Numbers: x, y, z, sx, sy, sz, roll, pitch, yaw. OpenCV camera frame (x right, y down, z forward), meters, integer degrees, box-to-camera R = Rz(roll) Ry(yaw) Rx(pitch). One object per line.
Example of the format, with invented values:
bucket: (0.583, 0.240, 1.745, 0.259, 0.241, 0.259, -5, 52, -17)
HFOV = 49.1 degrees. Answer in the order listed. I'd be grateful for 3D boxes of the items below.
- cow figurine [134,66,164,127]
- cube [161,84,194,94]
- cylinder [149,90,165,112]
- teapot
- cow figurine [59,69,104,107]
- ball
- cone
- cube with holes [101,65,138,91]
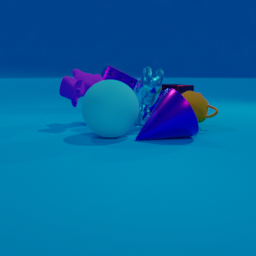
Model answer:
cow figurine: (0.493, -0.752, 7.476, 0.764, 1.369, 1.392, 12, -28, -6)
cube: (1.836, -1.179, 10.980, 1.046, 1.046, 1.046, -8, 15, -43)
cylinder: (1.066, -0.793, 9.069, 0.853, 0.853, 0.853, 6, 13, 29)
teapot: (1.784, -0.661, 7.904, 1.612, 0.789, 1.002, 28, -11, 37)
cow figurine: (-1.225, -1.145, 7.982, 1.505, 0.826, 1.481, 5, 27, -29)
ball: (-0.414, -0.451, 6.606, 1.354, 1.354, 1.354, 0, 11, 0)
cone: (0.699, -0.047, 6.457, 1.300, 1.295, 1.295, -31, 19, -12)
cube with holes: (-0.563, -1.620, 11.312, 1.278, 1.278, 1.278, 24, 3, -15)
